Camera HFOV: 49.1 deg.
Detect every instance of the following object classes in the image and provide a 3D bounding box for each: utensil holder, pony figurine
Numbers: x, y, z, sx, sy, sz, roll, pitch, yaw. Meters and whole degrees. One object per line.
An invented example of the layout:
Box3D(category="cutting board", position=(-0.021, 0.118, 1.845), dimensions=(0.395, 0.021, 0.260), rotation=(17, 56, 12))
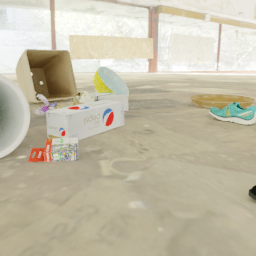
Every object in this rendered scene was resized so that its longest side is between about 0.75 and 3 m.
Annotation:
Box3D(category="utensil holder", position=(-3.814, -0.395, 6.858), dimensions=(1.979, 1.979, 2.329), rotation=(-12, 16, -40))
Box3D(category="pony figurine", position=(-3.228, -0.831, 11.369), dimensions=(1.038, 0.865, 1.002), rotation=(4, -18, 28))

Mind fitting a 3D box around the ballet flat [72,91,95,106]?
Box3D(category="ballet flat", position=(-1.813, -1.041, 11.509), dimensions=(0.964, 0.893, 2.735), rotation=(8, 11, -24))

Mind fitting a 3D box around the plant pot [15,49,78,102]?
Box3D(category="plant pot", position=(-4.657, -2.643, 15.219), dimensions=(2.323, 2.621, 2.624), rotation=(-8, 5, 43))

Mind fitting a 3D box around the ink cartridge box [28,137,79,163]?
Box3D(category="ink cartridge box", position=(-1.687, 0.494, 6.395), dimensions=(1.095, 0.276, 0.597), rotation=(-2, 29, -8))

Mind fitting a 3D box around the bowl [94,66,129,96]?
Box3D(category="bowl", position=(-1.102, -2.130, 15.046), dimensions=(1.151, 2.139, 2.139), rotation=(-42, -7, 27))

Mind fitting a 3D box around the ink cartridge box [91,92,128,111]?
Box3D(category="ink cartridge box", position=(-0.916, -1.156, 12.509), dimensions=(1.221, 0.692, 1.665), rotation=(-10, 17, -35))

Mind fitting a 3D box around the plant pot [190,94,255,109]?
Box3D(category="plant pot", position=(4.557, -1.282, 13.679), dimensions=(2.983, 0.410, 2.983), rotation=(-1, 14, 0))

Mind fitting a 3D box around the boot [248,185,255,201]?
Box3D(category="boot", position=(2.486, 0.784, 4.427), dimensions=(1.066, 0.797, 0.401), rotation=(1, 14, 3))

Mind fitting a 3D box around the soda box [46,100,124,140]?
Box3D(category="soda box", position=(-1.210, -0.287, 8.698), dimensions=(0.901, 0.842, 2.645), rotation=(9, 17, 33))

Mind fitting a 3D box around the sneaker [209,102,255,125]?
Box3D(category="sneaker", position=(3.833, -0.603, 10.245), dimensions=(0.699, 0.718, 1.804), rotation=(-12, 17, -41))
